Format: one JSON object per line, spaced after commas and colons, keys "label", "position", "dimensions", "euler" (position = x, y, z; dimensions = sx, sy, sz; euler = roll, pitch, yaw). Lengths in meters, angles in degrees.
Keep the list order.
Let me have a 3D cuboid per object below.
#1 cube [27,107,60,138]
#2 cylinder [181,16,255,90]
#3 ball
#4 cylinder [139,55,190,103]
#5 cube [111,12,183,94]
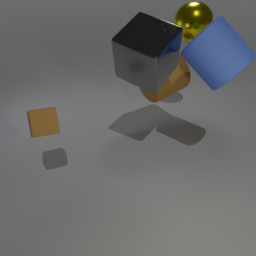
{"label": "cube", "position": [-2.254, -0.144, 7.442], "dimensions": [0.700, 0.700, 0.700], "euler": [-10, 2, -21]}
{"label": "cylinder", "position": [2.393, -1.978, 7.519], "dimensions": [1.400, 1.400, 1.400], "euler": [48, 42, -1]}
{"label": "ball", "position": [2.316, -3.734, 9.936], "dimensions": [1.400, 1.400, 1.400], "euler": [0, 31, 0]}
{"label": "cylinder", "position": [1.214, -1.795, 9.843], "dimensions": [1.400, 1.400, 1.400], "euler": [-28, 40, -19]}
{"label": "cube", "position": [0.538, -2.096, 7.860], "dimensions": [1.400, 1.400, 1.400], "euler": [29, 63, 20]}
